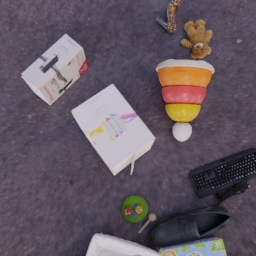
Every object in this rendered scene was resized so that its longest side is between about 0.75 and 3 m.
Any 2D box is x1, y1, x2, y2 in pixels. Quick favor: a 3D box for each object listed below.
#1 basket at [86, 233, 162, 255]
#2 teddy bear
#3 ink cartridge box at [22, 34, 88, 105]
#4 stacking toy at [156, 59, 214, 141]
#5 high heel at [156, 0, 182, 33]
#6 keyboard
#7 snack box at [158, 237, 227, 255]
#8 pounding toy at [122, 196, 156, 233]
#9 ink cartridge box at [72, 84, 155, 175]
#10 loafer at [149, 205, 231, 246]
[{"bbox_3d":[-0.188,4.282,8.682,2.214,1.366,1.501,16,75,6],"label":"basket"},{"bbox_3d":[2.831,-3.710,11.455,1.255,0.578,1.731,10,74,5],"label":"teddy bear"},{"bbox_3d":[-2.638,-2.118,10.446,0.920,1.585,2.197,41,78,11],"label":"ink cartridge box"},{"bbox_3d":[1.966,-0.946,10.248,2.090,2.090,2.860,5,92,1],"label":"stacking toy"},{"bbox_3d":[2.037,-4.715,11.739,1.491,0.532,1.063,-46,74,3],"label":"high heel"},{"bbox_3d":[3.672,1.714,9.884,2.742,0.543,1.427,-20,75,-5],"label":"keyboard"},{"bbox_3d":[2.205,4.894,8.784,2.059,0.826,2.442,-11,72,-3],"label":"snack box"},{"bbox_3d":[0.288,2.865,9.446,0.905,0.544,1.172,-43,79,0],"label":"pounding toy"},{"bbox_3d":[-0.391,0.247,9.679,1.693,1.738,2.704,-35,78,-10],"label":"ink cartridge box"},{"bbox_3d":[2.030,3.187,9.194,2.727,0.957,0.926,-16,80,-4],"label":"loafer"}]
